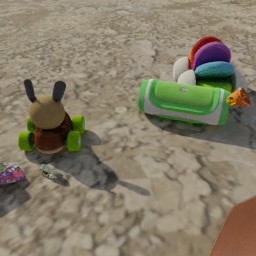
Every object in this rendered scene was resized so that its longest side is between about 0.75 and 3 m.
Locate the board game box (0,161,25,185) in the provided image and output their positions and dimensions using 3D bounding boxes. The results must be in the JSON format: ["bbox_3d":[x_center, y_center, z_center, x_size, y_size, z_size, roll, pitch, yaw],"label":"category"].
[{"bbox_3d":[-3.348,1.179,7.139,1.202,0.194,0.721,-5,36,-42],"label":"board game box"}]

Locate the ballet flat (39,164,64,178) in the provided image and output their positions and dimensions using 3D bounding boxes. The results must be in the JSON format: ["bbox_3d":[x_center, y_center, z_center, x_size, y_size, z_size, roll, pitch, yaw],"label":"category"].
[{"bbox_3d":[-2.041,1.204,7.418,0.780,0.263,0.248,21,69,27],"label":"ballet flat"}]

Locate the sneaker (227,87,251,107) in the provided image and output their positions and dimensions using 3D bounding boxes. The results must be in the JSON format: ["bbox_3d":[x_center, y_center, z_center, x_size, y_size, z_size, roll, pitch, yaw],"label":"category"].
[{"bbox_3d":[2.489,-0.634,6.351,0.471,0.446,1.221,-23,-6,22],"label":"sneaker"}]

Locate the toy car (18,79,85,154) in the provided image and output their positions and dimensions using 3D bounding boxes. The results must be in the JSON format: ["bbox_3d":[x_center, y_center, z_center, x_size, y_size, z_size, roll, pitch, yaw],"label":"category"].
[{"bbox_3d":[-2.264,-0.476,8.061,1.723,2.098,1.655,0,37,0],"label":"toy car"}]

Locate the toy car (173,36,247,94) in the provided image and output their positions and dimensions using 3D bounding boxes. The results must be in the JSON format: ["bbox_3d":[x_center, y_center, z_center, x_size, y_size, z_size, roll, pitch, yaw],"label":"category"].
[{"bbox_3d":[3.059,-2.269,10.485,2.445,2.095,2.794,1,37,0],"label":"toy car"}]

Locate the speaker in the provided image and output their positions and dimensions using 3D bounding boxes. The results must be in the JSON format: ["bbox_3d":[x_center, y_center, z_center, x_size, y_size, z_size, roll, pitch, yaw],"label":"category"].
[{"bbox_3d":[1.840,-0.888,9.362,2.866,1.268,1.268,11,38,14],"label":"speaker"}]

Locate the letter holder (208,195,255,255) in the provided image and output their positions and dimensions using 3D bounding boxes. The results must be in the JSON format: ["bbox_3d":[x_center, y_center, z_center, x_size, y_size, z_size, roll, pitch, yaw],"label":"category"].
[{"bbox_3d":[2.465,2.478,4.972,1.315,1.858,2.614,44,49,3],"label":"letter holder"}]
